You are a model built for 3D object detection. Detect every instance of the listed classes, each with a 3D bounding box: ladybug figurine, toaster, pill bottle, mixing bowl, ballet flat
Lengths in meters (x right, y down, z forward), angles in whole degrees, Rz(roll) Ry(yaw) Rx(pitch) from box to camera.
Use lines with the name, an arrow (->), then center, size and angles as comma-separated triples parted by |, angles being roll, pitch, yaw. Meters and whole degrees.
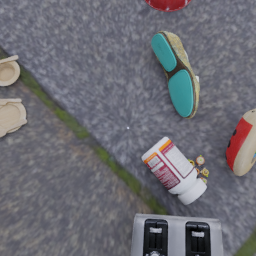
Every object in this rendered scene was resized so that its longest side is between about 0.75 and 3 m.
ladybug figurine -> 3.199, 0.351, 7.504 | 0.729, 1.375, 2.026 | 29, 110, 31
toaster -> 1.137, 2.760, 6.629 | 1.938, 2.143, 1.272 | 2, 71, 9
pill bottle -> 1.231, 1.144, 7.482 | 0.929, 0.929, 1.696 | -39, 84, -10
mixing bowl -> 1.373, -4.979, 9.329 | 1.846, 1.000, 1.846 | 0, 73, 1
ballet flat -> 1.608, -1.666, 8.468 | 1.010, 1.010, 2.857 | -19, 77, -5

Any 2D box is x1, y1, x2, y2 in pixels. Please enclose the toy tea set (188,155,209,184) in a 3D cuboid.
toy tea set -> 2.037, 1.176, 7.892 | 0.481, 0.299, 0.808 | -26, 75, -7

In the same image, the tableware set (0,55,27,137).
tableware set -> -4.345, -0.970, 8.504 | 2.341, 0.325, 2.802 | -12, 74, -4
